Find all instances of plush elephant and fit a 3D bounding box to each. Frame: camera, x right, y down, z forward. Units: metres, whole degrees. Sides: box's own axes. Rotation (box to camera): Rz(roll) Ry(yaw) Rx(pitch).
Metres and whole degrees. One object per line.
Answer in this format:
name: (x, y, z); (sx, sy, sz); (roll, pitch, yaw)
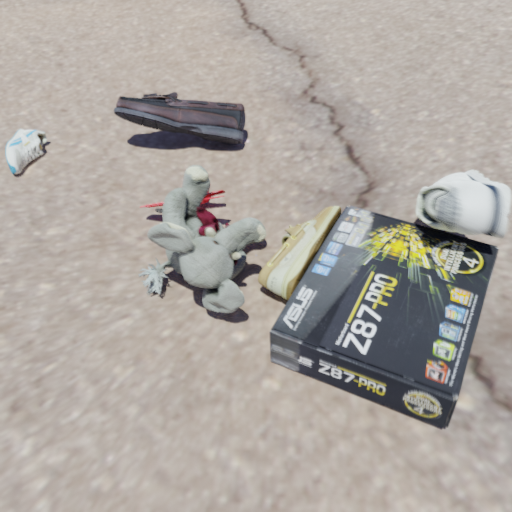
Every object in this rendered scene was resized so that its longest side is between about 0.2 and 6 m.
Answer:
plush elephant: (-0.772, -0.149, 9.100); (2.356, 1.940, 1.824); (-47, 27, -14)

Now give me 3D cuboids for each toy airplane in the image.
toy airplane: (-1.288, -1.050, 10.813); (1.829, 0.336, 1.829); (-14, 14, 3)

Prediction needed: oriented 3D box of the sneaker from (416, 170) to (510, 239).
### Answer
sneaker: (3.357, -0.957, 9.861); (1.195, 1.134, 2.970); (0, 6, 2)

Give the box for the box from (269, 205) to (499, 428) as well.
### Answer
box: (2.142, 0.730, 8.974); (2.742, 0.835, 3.401); (17, 46, 22)

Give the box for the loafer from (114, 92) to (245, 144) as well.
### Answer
loafer: (-1.678, -3.274, 12.743); (2.955, 0.931, 1.062); (10, -1, -12)

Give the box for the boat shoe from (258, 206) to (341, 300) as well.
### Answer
boat shoe: (0.822, -0.197, 9.936); (0.803, 0.896, 2.420); (18, 41, 21)

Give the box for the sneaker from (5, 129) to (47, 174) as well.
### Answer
sneaker: (-5.160, -2.379, 12.557); (0.609, 0.577, 1.508); (0, 44, 0)
